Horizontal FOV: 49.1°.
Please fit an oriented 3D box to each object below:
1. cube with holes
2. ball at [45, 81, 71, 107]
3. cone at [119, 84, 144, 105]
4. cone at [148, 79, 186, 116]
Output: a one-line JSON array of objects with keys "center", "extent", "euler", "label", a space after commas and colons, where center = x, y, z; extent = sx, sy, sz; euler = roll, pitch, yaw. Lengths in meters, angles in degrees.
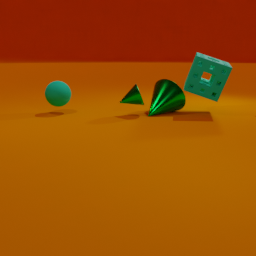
[{"center": [3.073, -2.022, 10.942], "extent": [1.349, 1.349, 1.349], "euler": [20, 24, 5], "label": "cube with holes"}, {"center": [-2.754, -1.344, 11.040], "extent": [1.013, 1.013, 1.013], "euler": [0, 15, 0], "label": "ball"}, {"center": [0.055, -1.115, 10.649], "extent": [0.885, 0.882, 0.882], "euler": [-21, 15, 3], "label": "cone"}, {"center": [1.224, -0.888, 10.948], "extent": [1.498, 1.498, 1.504], "euler": [13, 46, 42], "label": "cone"}]
